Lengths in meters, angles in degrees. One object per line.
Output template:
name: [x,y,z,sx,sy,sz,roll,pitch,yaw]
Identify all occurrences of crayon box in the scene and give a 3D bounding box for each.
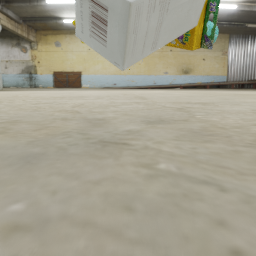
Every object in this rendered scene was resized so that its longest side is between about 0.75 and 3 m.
crayon box: [1.449,-3.120,8.229,2.217,1.394,0.572,22,33,33]

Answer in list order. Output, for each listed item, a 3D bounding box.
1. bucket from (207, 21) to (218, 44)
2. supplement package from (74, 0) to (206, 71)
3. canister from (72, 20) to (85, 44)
bucket: [2.750,-3.491,10.342,0.695,1.069,1.069,9,3,-32]
supplement package: [0.381,-2.967,6.465,1.704,1.698,2.905,40,58,21]
canister: [-1.766,-3.703,10.723,0.368,0.850,0.631,-22,10,10]
